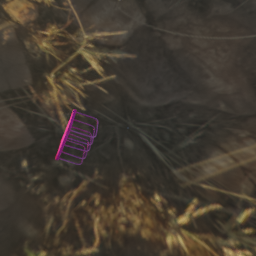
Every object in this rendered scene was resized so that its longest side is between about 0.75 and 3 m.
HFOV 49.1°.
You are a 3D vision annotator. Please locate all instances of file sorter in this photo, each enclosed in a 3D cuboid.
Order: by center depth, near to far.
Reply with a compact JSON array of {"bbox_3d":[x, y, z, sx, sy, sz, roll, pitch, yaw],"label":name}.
[{"bbox_3d":[-1.024,0.221,5.708,0.570,0.909,0.632,20,38,-14],"label":"file sorter"}]
